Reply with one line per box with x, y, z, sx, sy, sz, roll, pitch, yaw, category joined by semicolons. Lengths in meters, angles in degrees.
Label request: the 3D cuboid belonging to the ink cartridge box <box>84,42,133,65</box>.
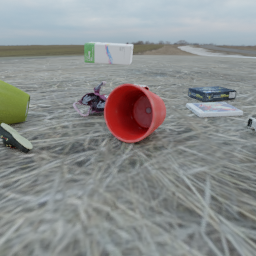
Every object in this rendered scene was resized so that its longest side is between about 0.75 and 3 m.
-0.560;-2.297;8.596;1.381;0.580;1.000;4;19;3;ink cartridge box

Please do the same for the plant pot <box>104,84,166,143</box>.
0.384;-0.522;9.243;1.824;1.824;1.614;10;10;28;plant pot

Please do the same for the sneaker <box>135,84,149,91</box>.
0.576;-2.319;16.461;1.363;0.455;0.731;-1;16;-13;sneaker

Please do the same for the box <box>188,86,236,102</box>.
4.467;-1.850;14.961;1.978;0.504;1.559;-6;18;-19;box

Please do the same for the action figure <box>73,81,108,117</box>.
-1.218;-1.073;12.312;1.597;1.436;2.144;-36;7;9;action figure

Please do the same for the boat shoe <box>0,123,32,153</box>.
-3.408;0.380;8.358;1.555;0.487;0.569;28;-6;33;boat shoe

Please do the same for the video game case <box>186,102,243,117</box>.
3.758;-0.840;12.379;1.909;0.219;1.739;-2;19;-7;video game case

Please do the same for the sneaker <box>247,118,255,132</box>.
4.629;-0.054;9.712;0.508;0.471;1.254;8;19;-2;sneaker

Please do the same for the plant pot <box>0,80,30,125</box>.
-4.865;-0.922;10.371;2.214;2.071;2.071;11;15;-16;plant pot
